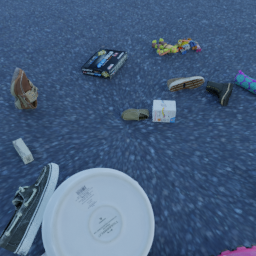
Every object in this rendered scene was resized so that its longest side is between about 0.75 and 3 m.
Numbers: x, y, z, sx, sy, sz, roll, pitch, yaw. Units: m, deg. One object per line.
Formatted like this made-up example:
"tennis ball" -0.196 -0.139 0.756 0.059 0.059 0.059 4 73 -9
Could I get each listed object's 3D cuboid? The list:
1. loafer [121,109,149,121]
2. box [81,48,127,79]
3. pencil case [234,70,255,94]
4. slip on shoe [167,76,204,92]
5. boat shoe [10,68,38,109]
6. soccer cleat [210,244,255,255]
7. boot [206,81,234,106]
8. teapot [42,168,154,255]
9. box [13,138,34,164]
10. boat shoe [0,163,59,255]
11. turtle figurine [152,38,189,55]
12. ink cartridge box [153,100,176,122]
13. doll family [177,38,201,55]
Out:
"loafer" 0.308 -0.515 11.034 1.139 0.433 0.384 -9 36 -10
"box" -1.127 -3.191 13.733 1.557 0.451 1.958 14 46 21
"pencil case" 5.444 -1.980 12.429 0.596 0.648 1.402 -30 50 -27
"slip on shoe" 2.576 -2.060 12.555 1.679 0.638 0.509 -15 53 -5
"boat shoe" -3.874 -1.444 10.691 0.891 2.481 0.939 10 69 -10
"soccer cleat" 2.178 3.531 6.595 2.598 0.907 1.121 -10 58 -6
"boot" 3.797 -1.506 12.036 1.162 0.651 1.680 15 32 22
"teapot" -0.866 2.408 6.919 2.805 2.049 2.769 12 68 -18
"box" -3.637 0.794 9.710 0.320 0.384 0.935 -28 49 -26
"boat shoe" -2.565 1.911 7.404 0.832 0.924 2.613 30 42 -18
"turtle figurine" 2.140 -4.306 14.885 1.985 0.639 1.601 -32 44 -19
"ink cartridge box" 1.413 -0.658 11.038 0.869 0.640 0.628 2 43 3
"doll family" 3.290 -4.516 15.103 1.393 0.628 0.865 -11 45 -11
